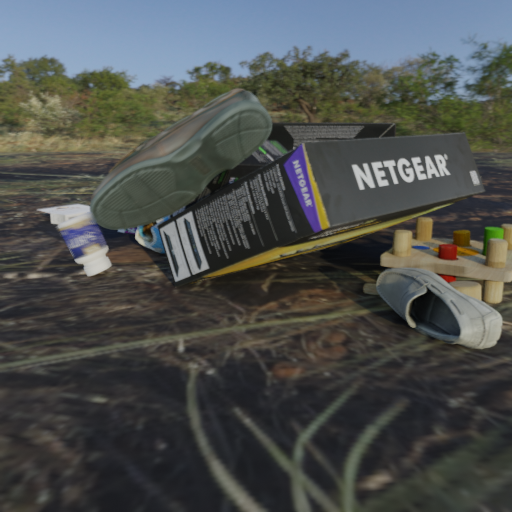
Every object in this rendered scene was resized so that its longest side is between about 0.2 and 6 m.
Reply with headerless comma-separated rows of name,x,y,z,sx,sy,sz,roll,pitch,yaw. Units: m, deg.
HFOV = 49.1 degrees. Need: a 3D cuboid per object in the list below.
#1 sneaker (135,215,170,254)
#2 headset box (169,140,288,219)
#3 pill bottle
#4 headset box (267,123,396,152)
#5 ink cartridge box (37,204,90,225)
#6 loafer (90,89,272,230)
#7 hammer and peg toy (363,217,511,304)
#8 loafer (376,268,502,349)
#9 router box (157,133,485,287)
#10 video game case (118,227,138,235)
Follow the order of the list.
sneaker,-1.967,-0.607,11.069,0.894,0.847,2.213,3,12,-30
headset box,-0.290,-1.171,10.272,2.031,1.769,0.942,-7,45,-46
pill bottle,-2.742,-0.184,9.082,0.566,0.945,0.566,-22,13,5
headset box,1.656,-1.825,13.077,2.921,1.474,3.931,3,-4,12
ink cartridge box,-4.661,-1.056,14.244,1.161,0.295,1.318,9,16,32
loafer,-1.139,-1.408,8.155,2.896,1.041,0.911,-30,46,7
hammer and peg toy,2.811,0.058,8.303,1.916,0.918,2.605,8,16,30
loafer,2.045,0.567,6.788,0.669,0.671,1.918,2,12,-27
router box,1.072,-0.743,8.725,4.113,1.074,3.234,-14,-5,-43
video game case,-2.468,-0.644,12.794,0.924,0.182,1.019,9,16,33
